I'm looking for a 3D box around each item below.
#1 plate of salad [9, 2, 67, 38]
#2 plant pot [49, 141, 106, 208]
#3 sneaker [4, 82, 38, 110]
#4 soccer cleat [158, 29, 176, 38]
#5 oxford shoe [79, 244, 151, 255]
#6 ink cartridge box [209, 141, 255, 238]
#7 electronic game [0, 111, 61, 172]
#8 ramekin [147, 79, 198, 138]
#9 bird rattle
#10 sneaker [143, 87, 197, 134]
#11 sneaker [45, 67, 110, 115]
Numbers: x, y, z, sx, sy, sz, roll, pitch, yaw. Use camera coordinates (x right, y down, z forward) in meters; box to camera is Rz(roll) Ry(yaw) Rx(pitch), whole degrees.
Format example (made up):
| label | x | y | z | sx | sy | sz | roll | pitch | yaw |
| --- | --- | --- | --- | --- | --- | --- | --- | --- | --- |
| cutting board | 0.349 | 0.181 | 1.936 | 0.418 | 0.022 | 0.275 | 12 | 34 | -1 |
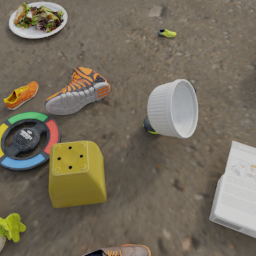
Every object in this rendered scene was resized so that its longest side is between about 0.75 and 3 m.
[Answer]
| label | x | y | z | sx | sy | sz | roll | pitch | yaw |
| --- | --- | --- | --- | --- | --- | --- | --- | --- | --- |
| plate of salad | -3.821 | -4.710 | 11.860 | 2.460 | 0.591 | 2.460 | 0 | 56 | 0 |
| plant pot | -1.414 | 1.108 | 7.514 | 1.482 | 1.526 | 1.492 | -6 | 56 | -4 |
| sneaker | -3.618 | -1.172 | 9.605 | 0.492 | 0.520 | 1.347 | 29 | 60 | 19 |
| soccer cleat | 1.613 | -3.908 | 11.499 | 0.751 | 0.314 | 0.243 | 8 | 57 | 5 |
| oxford shoe | -0.346 | 3.156 | 6.683 | 1.841 | 0.671 | 0.656 | -10 | 57 | -6 |
| ink cartridge box | 3.806 | 1.834 | 7.581 | 2.647 | 0.592 | 2.332 | 19 | 60 | 12 |
| electronic game | -3.137 | 0.358 | 8.644 | 2.124 | 0.442 | 2.124 | 0 | 57 | 0 |
| ramekin | 1.257 | -0.520 | 7.937 | 0.855 | 1.629 | 1.629 | -1 | 50 | 39 |
| bird rattle | -3.534 | 2.571 | 7.029 | 1.612 | 0.908 | 1.314 | 15 | 74 | 13 |
| sneaker | 1.360 | -0.648 | 9.021 | 2.230 | 0.902 | 0.824 | -37 | 64 | -21 |
| sneaker | -1.876 | -1.305 | 9.579 | 2.305 | 0.894 | 1.292 | -23 | 55 | -26 |
